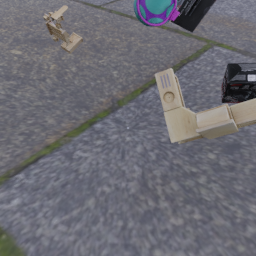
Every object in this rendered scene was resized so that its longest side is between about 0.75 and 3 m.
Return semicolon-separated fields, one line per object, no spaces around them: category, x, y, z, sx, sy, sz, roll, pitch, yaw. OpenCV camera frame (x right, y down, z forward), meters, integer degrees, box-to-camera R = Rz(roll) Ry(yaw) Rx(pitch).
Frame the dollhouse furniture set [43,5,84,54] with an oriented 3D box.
dollhouse furniture set;-1.855;-2.887;7.972;0.700;1.350;0.597;35;73;18

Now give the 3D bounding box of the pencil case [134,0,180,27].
pencil case;0.651;-3.078;7.111;1.037;0.955;2.243;36;17;-11

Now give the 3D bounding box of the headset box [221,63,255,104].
headset box;3.027;-1.085;7.209;1.090;1.464;0.566;2;75;13

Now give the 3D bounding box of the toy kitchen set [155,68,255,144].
toy kitchen set;1.456;-0.624;5.373;1.717;1.401;1.549;-17;77;22

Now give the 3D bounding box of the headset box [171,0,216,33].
headset box;1.973;-3.962;8.074;0.811;1.564;2.101;21;52;-13
